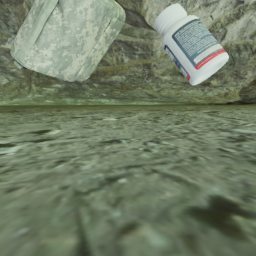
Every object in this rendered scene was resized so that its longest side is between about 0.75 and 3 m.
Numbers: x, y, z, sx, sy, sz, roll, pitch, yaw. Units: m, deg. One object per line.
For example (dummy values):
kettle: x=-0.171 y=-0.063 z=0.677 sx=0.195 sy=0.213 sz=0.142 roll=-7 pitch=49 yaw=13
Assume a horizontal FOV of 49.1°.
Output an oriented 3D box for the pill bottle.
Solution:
pill bottle: x=2.279 y=-3.189 z=10.563 sx=1.669 sy=2.792 sz=1.669 roll=-33 pitch=-9 yaw=-6

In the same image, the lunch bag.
lunch bag: x=-1.779 y=-2.949 z=8.132 sx=2.090 sy=2.999 sz=2.515 roll=42 pitch=20 yaw=7
